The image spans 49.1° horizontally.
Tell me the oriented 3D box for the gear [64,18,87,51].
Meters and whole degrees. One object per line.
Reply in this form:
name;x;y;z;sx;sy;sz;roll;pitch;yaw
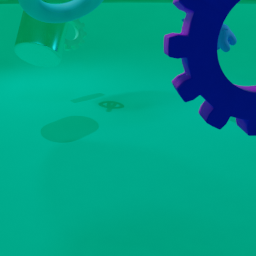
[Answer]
gear;-2.241;-3.636;10.486;1.415;1.415;0.262;-20;12;-34

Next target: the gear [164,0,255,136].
gear;1.303;-0.846;2.741;1.840;1.840;0.340;0;21;-1

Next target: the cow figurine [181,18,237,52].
cow figurine;2.495;-3.044;8.896;0.855;1.532;1.557;-45;19;-19

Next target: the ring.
ring;-0.690;-1.578;3.146;1.104;0.221;1.104;-23;-9;-4

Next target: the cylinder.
cylinder;-2.503;-2.660;8.163;1.308;1.308;1.308;6;-17;2
